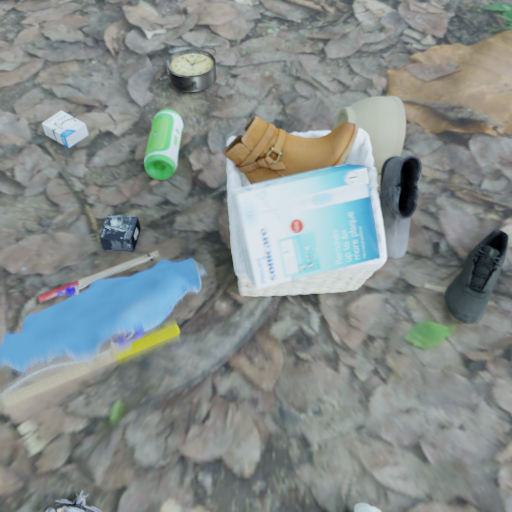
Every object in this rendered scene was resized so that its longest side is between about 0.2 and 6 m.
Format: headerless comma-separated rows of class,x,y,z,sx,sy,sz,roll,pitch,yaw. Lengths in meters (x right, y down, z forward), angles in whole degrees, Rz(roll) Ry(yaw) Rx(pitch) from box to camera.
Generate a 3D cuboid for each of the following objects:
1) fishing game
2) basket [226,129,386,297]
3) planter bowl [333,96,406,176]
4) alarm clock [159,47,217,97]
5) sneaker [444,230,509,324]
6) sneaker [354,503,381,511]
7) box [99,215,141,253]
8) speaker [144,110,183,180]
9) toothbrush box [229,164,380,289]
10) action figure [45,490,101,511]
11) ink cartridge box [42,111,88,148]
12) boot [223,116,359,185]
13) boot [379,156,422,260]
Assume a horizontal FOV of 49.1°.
fishing game,-2.262,0.915,8.644,3.326,0.722,4.645,-23,16,-11
basket,0.786,-0.667,10.007,2.518,2.025,2.495,-4,73,-2
planter bowl,2.173,-2.462,11.331,1.068,1.587,1.587,3,51,-11
alarm clock,-1.570,-4.906,14.598,1.286,0.635,1.906,20,57,16
sneaker,4.101,0.320,10.328,0.791,0.946,2.083,23,57,14
sneaker,1.992,4.244,7.494,1.911,0.744,0.949,25,62,29
box,-2.727,-0.450,11.273,0.638,0.402,0.649,3,52,5
speaker,-2.086,-2.540,12.689,0.754,0.754,1.706,1,52,1
toothbrush box,0.695,-0.471,8.228,1.921,1.407,0.819,-13,13,-8
action figure,-2.662,3.905,7.874,0.788,0.420,1.210,6,49,12
ink cartridge box,-4.531,-3.004,13.281,0.859,0.362,0.627,30,58,21
boot,0.541,-1.786,8.970,1.475,1.900,0.729,39,32,-20
boot,2.392,-0.750,9.532,0.670,1.919,1.263,-4,13,3
